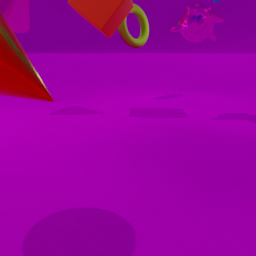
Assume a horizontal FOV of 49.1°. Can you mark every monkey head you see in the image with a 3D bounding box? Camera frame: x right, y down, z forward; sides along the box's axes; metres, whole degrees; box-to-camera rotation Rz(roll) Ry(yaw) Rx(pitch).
[{"bbox_3d":[2.021,-2.816,7.720,1.674,1.009,1.204,2,32,-27],"label":"monkey head"}]

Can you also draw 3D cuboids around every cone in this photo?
[{"bbox_3d":[-1.255,-0.608,2.708,1.239,1.234,1.234,34,8,-17],"label":"cone"},{"bbox_3d":[-3.238,-3.868,8.232,1.462,1.457,1.457,-41,-7,31],"label":"cone"}]

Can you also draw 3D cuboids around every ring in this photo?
[{"bbox_3d":[0.225,-4.073,11.173,0.345,1.723,1.723,1,13,43],"label":"ring"}]

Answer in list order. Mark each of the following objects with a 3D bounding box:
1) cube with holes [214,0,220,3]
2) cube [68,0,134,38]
[{"bbox_3d":[1.948,-3.003,4.431,1.239,1.239,1.239,-8,26,49],"label":"cube with holes"},{"bbox_3d":[-0.746,-3.642,8.248,1.265,1.265,1.265,39,10,1],"label":"cube"}]
